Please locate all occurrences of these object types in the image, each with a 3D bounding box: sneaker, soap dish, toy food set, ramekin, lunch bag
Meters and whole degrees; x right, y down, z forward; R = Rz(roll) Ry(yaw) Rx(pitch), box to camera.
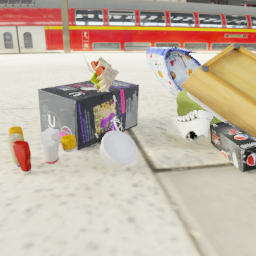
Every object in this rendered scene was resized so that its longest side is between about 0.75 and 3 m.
[{"bbox_3d":[-0.345,0.071,7.042,0.469,0.454,1.125,-2,-23,0],"label":"sneaker"},{"bbox_3d":[3.264,-1.080,7.822,2.210,1.141,2.809,-35,61,-24],"label":"soap dish"},{"bbox_3d":[-1.916,0.517,5.971,1.724,0.776,0.823,6,25,19],"label":"toy food set"},{"bbox_3d":[-0.238,0.492,6.059,0.817,0.380,0.817,16,49,-20],"label":"ramekin"},{"bbox_3d":[1.494,0.038,7.219,0.630,0.680,1.677,12,-15,-20],"label":"sneaker"},{"bbox_3d":[2.022,-2.333,11.386,2.601,1.611,2.211,38,3,-22],"label":"lunch bag"}]

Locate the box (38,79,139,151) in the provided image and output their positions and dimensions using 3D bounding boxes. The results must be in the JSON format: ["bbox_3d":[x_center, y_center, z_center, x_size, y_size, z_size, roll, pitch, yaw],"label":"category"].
[{"bbox_3d":[-1.030,-0.538,8.048,1.570,1.362,2.569,18,26,36],"label":"box"}]

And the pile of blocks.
[{"bbox_3d":[-0.745,-1.370,7.010,0.545,0.719,1.752,35,10,-19],"label":"pile of blocks"}]

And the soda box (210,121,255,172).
[{"bbox_3d":[2.468,0.371,6.476,0.520,0.581,1.643,-11,20,-3],"label":"soda box"}]

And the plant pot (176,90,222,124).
[{"bbox_3d":[2.420,-0.772,8.961,1.547,1.629,1.629,-3,15,30],"label":"plant pot"}]
